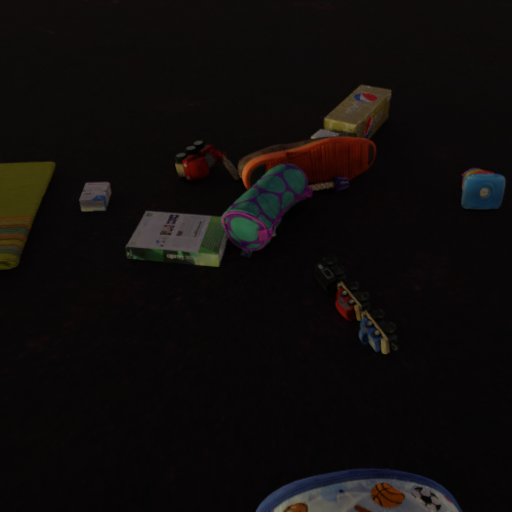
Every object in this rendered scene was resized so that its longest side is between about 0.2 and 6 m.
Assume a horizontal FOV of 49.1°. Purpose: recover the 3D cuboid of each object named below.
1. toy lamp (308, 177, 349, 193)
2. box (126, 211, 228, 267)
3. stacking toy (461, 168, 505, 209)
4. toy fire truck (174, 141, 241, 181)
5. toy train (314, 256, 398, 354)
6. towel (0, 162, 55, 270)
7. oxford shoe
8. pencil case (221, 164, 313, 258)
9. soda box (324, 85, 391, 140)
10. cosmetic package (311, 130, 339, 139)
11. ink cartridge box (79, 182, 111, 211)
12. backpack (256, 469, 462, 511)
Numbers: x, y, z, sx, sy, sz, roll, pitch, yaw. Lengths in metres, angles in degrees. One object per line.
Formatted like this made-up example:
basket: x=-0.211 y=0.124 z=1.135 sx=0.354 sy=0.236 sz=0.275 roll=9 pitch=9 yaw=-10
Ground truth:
toy lamp: x=1.512 y=-1.626 z=13.238 sx=1.390 sy=0.405 sz=0.405 roll=-10 pitch=38 yaw=-9
box: x=-1.561 y=-0.377 z=11.612 sx=1.910 sy=0.347 sz=1.378 roll=4 pitch=37 yaw=8
stacking toy: x=5.178 y=-1.731 z=13.179 sx=0.900 sy=0.851 sz=1.551 roll=1 pitch=25 yaw=7
toy fire truck: x=-1.132 y=-2.211 z=13.791 sx=1.352 sy=0.870 sz=1.190 roll=9 pitch=36 yaw=29
toy train: x=1.691 y=0.827 z=9.903 sx=0.569 sy=0.424 sz=2.485 roll=-24 pitch=41 yaw=-9
towel: x=-5.681 y=-0.977 z=12.329 sx=1.794 sy=0.376 sz=4.167 roll=-2 pitch=36 yaw=-5
oxford shoe: x=1.218 y=-2.412 z=13.643 sx=3.432 sy=1.221 sz=1.245 roll=-10 pitch=33 yaw=-13
pencil case: x=0.267 y=-1.055 z=11.909 sx=1.135 sy=1.045 sz=2.456 roll=22 pitch=41 yaw=15
soda box: x=2.861 y=-3.868 z=15.770 sx=0.974 sy=0.920 sz=2.875 roll=18 pitch=40 yaw=23
cosmetic package: x=1.782 y=-2.831 z=14.582 sx=0.565 sy=0.680 sz=0.569 roll=21 pitch=42 yaw=25
ink cartridge box: x=-3.703 y=-1.368 z=12.927 sx=0.562 sy=0.325 sz=0.770 roll=-1 pitch=37 yaw=-2
backpack: x=1.008 y=3.198 z=4.976 sx=2.702 sy=2.573 sz=2.081 roll=-5 pitch=21 yaw=-7
